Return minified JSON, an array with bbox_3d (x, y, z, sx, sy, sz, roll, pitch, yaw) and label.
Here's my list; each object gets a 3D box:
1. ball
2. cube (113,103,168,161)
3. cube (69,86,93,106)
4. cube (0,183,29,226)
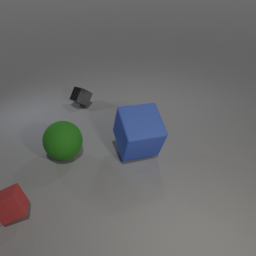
[{"bbox_3d":[-2.324,0.443,9.991,1.400,1.400,1.400,0,31,0],"label":"ball"},{"bbox_3d":[0.373,0.140,9.801,1.400,1.400,1.400,-8,58,-16],"label":"cube"},{"bbox_3d":[-2.291,-1.539,13.661,0.700,0.700,0.700,19,-3,43],"label":"cube"},{"bbox_3d":[-3.241,2.092,7.720,0.700,0.700,0.700,-24,24,-4],"label":"cube"}]
